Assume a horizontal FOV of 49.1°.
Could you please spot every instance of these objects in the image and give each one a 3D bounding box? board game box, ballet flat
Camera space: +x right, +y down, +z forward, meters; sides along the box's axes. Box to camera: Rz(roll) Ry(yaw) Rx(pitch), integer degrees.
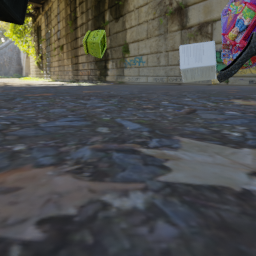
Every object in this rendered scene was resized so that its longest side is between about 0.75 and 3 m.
[{"bbox_3d":[3.893,-3.430,9.580,0.539,2.767,2.186,-3,1,-29],"label":"board game box"},{"bbox_3d":[3.614,-2.282,9.411,0.613,2.159,0.717,38,32,-10],"label":"ballet flat"}]

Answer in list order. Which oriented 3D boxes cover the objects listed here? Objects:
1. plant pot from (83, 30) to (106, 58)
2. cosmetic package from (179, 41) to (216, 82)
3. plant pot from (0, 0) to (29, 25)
[{"bbox_3d":[-1.246,-3.144,10.400,0.698,0.769,0.765,9,54,9],"label":"plant pot"},{"bbox_3d":[2.185,-2.041,8.752,1.046,0.870,0.876,-4,-21,15],"label":"cosmetic package"},{"bbox_3d":[-3.424,-3.626,7.223,1.342,1.338,1.190,12,-1,1],"label":"plant pot"}]
